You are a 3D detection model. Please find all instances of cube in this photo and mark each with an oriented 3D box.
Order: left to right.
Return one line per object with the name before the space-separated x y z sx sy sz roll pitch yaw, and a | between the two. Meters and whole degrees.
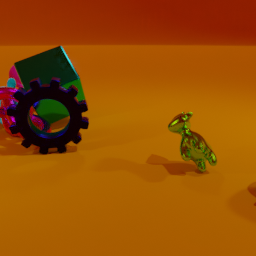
cube | -2.107 -1.158 7.835 1.380 1.380 1.380 -25 62 -12

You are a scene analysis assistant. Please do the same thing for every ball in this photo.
ball | -4.082 -2.027 10.860 0.996 0.996 0.996 0 18 0

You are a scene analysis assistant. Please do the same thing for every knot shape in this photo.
knot shape | -2.770 -0.319 6.835 1.624 1.736 0.802 6 55 51

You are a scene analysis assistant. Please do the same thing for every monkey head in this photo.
monkey head | -3.498 -0.721 8.135 0.824 1.367 0.984 0 -12 35

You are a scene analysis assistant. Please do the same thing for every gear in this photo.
gear | -1.660 -0.241 5.933 1.633 1.633 0.302 -3 22 -9

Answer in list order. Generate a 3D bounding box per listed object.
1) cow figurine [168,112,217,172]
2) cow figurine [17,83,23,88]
cow figurine | 1.224 0.221 5.395 1.040 0.571 1.024 37 31 -27
cow figurine | -3.155 -1.229 9.559 1.395 0.778 1.418 21 16 -29
